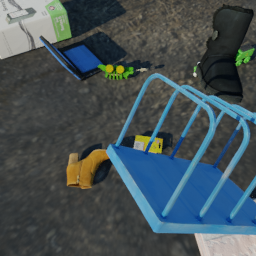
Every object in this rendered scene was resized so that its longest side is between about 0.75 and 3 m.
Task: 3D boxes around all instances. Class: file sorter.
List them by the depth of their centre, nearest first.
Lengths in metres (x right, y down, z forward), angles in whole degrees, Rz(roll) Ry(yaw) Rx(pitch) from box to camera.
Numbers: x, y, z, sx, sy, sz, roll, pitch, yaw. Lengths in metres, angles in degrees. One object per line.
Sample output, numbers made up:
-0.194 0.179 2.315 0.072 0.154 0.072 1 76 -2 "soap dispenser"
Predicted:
1.502 0.461 4.917 2.912 1.786 2.021 14 20 -31 "file sorter"

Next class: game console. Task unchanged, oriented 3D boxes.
-1.989 -2.793 10.312 1.169 1.686 1.975 -45 62 3 "game console"

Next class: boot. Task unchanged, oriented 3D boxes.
2.135 -1.674 5.979 0.771 1.696 2.019 10 31 -8 "boot"
-1.005 1.174 7.910 1.436 0.505 1.028 -6 60 0 "boot"

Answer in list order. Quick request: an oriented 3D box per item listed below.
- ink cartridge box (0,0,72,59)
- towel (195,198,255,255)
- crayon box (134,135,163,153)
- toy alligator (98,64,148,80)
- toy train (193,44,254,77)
-4.094 -4.270 11.240 2.978 1.251 2.167 -23 58 -16 "ink cartridge box"
3.010 2.908 6.681 2.502 0.403 2.389 -11 56 -6 "towel"
0.610 0.536 8.473 0.837 0.213 0.531 8 55 6 "crayon box"
-0.199 -1.970 10.119 1.836 0.544 0.498 6 96 3 "toy alligator"
3.532 -2.473 10.303 2.545 0.718 0.531 -22 57 -15 "toy train"
